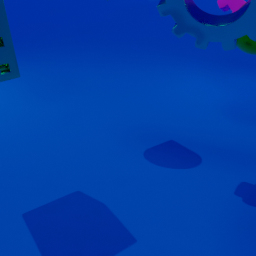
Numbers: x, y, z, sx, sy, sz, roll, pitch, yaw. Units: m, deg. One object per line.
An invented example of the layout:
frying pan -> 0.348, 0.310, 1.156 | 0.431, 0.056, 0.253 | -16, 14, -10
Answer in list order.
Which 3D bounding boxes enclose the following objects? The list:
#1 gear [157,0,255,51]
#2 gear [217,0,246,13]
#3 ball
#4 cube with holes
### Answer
gear -> 1.188, -1.811, 3.677 | 1.659, 1.659, 0.307 | 12, 54, 21
gear -> 2.797, -3.002, 5.778 | 1.831, 1.831, 0.339 | 18, 16, 30
ball -> 2.496, -1.915, 5.290 | 1.046, 1.046, 1.046 | 0, 28, 0
cube with holes -> -2.100, -1.141, 3.473 | 0.997, 0.997, 0.997 | -23, 43, -30
